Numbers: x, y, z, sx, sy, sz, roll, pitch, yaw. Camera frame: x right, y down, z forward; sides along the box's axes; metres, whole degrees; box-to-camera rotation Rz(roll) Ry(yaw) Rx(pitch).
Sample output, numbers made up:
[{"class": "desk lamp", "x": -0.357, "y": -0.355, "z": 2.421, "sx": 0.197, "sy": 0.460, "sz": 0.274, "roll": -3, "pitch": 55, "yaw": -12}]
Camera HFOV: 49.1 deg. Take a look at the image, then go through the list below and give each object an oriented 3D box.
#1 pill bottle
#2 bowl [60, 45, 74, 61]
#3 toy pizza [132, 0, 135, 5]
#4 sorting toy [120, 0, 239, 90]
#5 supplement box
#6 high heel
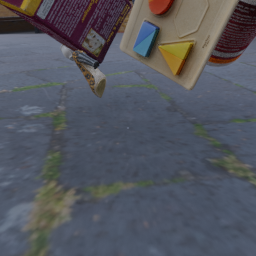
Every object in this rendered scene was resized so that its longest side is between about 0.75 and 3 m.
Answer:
[{"class": "pill bottle", "x": 2.408, "y": -2.828, "z": 6.161, "sx": 1.636, "sy": 2.896, "sz": 1.636, "roll": 3, "pitch": 65, "yaw": -8}, {"class": "bowl", "x": -1.644, "y": -2.360, "z": 8.735, "sx": 0.874, "sy": 0.393, "sz": 0.874, "roll": -13, "pitch": -13, "yaw": -3}, {"class": "toy pizza", "x": 0.964, "y": -3.853, "z": 9.020, "sx": 2.018, "sy": 2.018, "sz": 0.320, "roll": 23, "pitch": 61, "yaw": 44}, {"class": "sorting toy", "x": 0.817, "y": -2.044, "z": 4.519, "sx": 1.788, "sy": 2.419, "sz": 0.356, "roll": 37, "pitch": 33, "yaw": 24}, {"class": "supplement box", "x": -1.328, "y": -2.836, "z": 6.248, "sx": 1.344, "sy": 1.704, "sz": 2.604, "roll": 30, "pitch": 4, "yaw": 30}, {"class": "high heel", "x": -0.763, "y": -1.047, "z": 5.441, "sx": 0.676, "sy": 0.949, "sz": 0.339, "roll": 34, "pitch": 61, "yaw": 29}]
